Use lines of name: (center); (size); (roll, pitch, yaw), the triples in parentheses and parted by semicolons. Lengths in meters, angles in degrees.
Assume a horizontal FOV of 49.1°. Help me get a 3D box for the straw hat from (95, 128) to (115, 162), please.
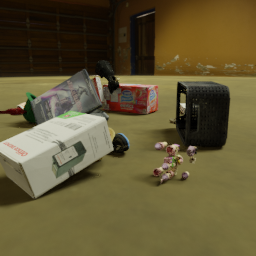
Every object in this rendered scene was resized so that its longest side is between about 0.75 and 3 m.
straw hat: (-0.888, 0.559, 7.313); (1.363, 0.577, 1.363); (-11, 28, 6)

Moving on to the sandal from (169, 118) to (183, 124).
sandal: (2.191, -0.321, 11.669); (0.436, 0.293, 1.084); (-9, 16, -34)

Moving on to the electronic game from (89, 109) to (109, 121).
electronic game: (-2.087, -0.578, 12.199); (2.520, 0.524, 2.520); (7, 10, -1)

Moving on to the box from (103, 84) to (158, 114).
box: (0.116, -1.578, 14.595); (2.740, 1.366, 1.308); (8, 15, 31)

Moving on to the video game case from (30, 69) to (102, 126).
video game case: (-1.905, -0.723, 8.427); (2.042, 1.459, 0.194); (-30, -28, 7)

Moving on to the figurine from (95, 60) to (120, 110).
figurine: (-1.312, -2.101, 14.459); (0.883, 2.050, 2.000); (10, 40, -41)

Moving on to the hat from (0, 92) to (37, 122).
hat: (-4.263, -0.370, 11.818); (1.665, 1.769, 2.010); (46, -1, -45)

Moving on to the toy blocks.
toy blocks: (0.947, 0.756, 6.105); (0.869, 0.812, 0.731); (10, 10, 29)

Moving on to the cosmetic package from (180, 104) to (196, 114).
cosmetic package: (3.267, -0.988, 14.299); (1.052, 0.361, 1.395); (2, 14, 2)

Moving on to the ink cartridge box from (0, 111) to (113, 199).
ink cartridge box: (-1.624, 0.449, 6.209); (2.072, 0.871, 1.512); (-30, 29, -34)

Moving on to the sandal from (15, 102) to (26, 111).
sandal: (-5.181, -1.062, 14.263); (0.696, 0.520, 1.815); (6, 15, 23)

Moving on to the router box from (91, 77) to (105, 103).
router box: (-1.807, -1.736, 14.098); (1.172, 1.306, 0.319); (-20, -11, 34)

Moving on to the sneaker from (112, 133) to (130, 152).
sneaker: (-0.630, 0.465, 8.063); (1.582, 0.561, 0.655); (5, 24, 34)

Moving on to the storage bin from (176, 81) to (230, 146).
storage bin: (2.397, -0.586, 9.466); (1.273, 1.835, 2.715); (0, 13, 4)

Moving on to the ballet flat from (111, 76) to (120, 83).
ballet flat: (-0.554, -2.000, 11.475); (0.273, 0.233, 0.821); (-39, 23, -8)
